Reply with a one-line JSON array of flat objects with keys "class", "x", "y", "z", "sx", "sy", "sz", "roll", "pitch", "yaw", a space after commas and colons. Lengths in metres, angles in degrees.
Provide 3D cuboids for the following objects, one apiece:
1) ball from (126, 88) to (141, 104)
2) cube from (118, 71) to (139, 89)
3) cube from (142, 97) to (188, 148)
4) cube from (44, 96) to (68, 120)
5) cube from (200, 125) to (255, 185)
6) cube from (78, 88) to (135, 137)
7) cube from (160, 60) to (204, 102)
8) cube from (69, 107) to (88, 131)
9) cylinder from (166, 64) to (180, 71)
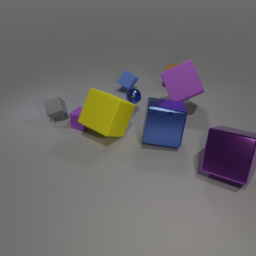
[{"class": "ball", "x": 0.250, "y": -1.413, "z": 12.443, "sx": 0.700, "sy": 0.700, "sz": 0.700, "roll": 0, "pitch": 32, "yaw": 0}, {"class": "cube", "x": 0.009, "y": -2.499, "z": 14.624, "sx": 0.700, "sy": 0.700, "sz": 0.700, "roll": 36, "pitch": 18, "yaw": 10}, {"class": "cube", "x": 1.348, "y": -0.241, "z": 10.583, "sx": 1.400, "sy": 1.400, "sz": 1.400, "roll": 8, "pitch": 22, "yaw": 2}, {"class": "cube", "x": -3.129, "y": -0.869, "z": 12.186, "sx": 0.700, "sy": 0.700, "sz": 0.700, "roll": -19, "pitch": 75, "yaw": 6}, {"class": "cube", "x": 3.286, "y": 0.777, "z": 8.833, "sx": 1.400, "sy": 1.400, "sz": 1.400, "roll": 15, "pitch": 12, "yaw": 31}, {"class": "cube", "x": -0.801, "y": -0.570, "z": 10.840, "sx": 1.400, "sy": 1.400, "sz": 1.400, "roll": 26, "pitch": 9, "yaw": 24}, {"class": "cube", "x": 2.395, "y": -1.945, "z": 12.208, "sx": 1.400, "sy": 1.400, "sz": 1.400, "roll": -23, "pitch": -2, "yaw": 15}, {"class": "cube", "x": -1.954, "y": -0.392, "z": 11.808, "sx": 0.700, "sy": 0.700, "sz": 0.700, "roll": 16, "pitch": 35, "yaw": 24}, {"class": "cylinder", "x": 2.361, "y": -3.021, "z": 14.807, "sx": 0.700, "sy": 0.700, "sz": 0.700, "roll": 3, "pitch": 32, "yaw": 12}]
